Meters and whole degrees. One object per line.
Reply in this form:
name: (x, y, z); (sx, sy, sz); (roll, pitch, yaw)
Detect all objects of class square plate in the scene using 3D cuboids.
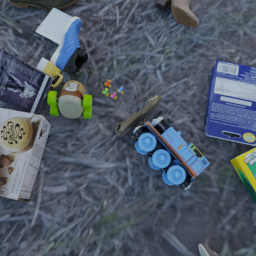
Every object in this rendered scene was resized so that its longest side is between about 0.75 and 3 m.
square plate: (-2.770, -3.991, 11.096); (1.275, 0.183, 1.287); (29, 77, 10)

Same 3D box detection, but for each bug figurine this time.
bug figurine: (-0.582, -1.409, 10.308); (0.810, 0.208, 0.628); (27, 75, 8)

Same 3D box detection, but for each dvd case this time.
dvd case: (-3.929, -1.547, 9.972); (2.288, 0.183, 1.701); (29, 104, 9)

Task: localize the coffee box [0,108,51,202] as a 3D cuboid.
coffee box: (-3.728, 0.887, 9.128); (1.547, 1.093, 2.738); (11, 73, 3)

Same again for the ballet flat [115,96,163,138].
ballet flat: (0.362, -0.491, 9.809); (2.094, 0.705, 0.485); (-42, 82, -6)

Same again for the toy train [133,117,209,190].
toy train: (1.338, 0.755, 9.131); (1.457, 1.105, 2.550); (-40, 83, -12)

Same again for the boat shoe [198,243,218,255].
boat shoe: (2.716, 4.171, 8.454); (0.468, 0.549, 1.644); (-26, 79, -21)

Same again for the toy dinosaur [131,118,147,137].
toy dinosaur: (0.521, 0.085, 9.862); (0.462, 0.266, 0.915); (24, 64, 21)

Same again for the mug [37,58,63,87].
mug: (-2.968, -1.930, 10.121); (0.858, 0.837, 1.045); (-55, 38, -6)

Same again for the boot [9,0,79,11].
boot: (-3.384, -5.452, 10.913); (2.938, 1.424, 1.097); (-5, 73, -1)

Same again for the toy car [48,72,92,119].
toy car: (-1.919, -1.307, 9.805); (1.397, 1.342, 1.701); (5, 62, -5)

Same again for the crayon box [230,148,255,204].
crayon box: (4.698, 1.367, 9.267); (1.908, 0.556, 1.646); (-23, 73, -7)

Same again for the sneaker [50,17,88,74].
sneaker: (-1.909, -3.036, 10.456); (1.217, 0.840, 2.187); (20, 78, 12)

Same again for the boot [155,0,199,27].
boot: (2.195, -5.103, 11.180); (2.164, 0.760, 1.582); (33, 74, 9)

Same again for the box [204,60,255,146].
box: (3.764, -0.898, 9.997); (1.807, 0.483, 2.983); (13, 72, 4)
